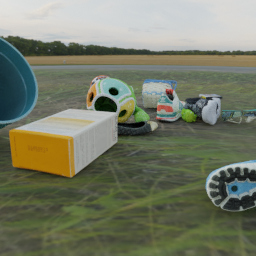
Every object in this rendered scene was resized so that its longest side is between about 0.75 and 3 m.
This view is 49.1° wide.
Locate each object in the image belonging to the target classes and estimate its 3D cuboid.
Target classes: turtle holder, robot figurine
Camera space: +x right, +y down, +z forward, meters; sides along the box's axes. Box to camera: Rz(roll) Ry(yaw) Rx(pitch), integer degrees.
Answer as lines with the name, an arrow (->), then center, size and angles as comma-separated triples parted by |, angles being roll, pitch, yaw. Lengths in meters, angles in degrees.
turtle holder -> -0.522, -0.787, 10.758 | 1.813, 2.386, 1.694 | -36, 8, 15
robot figurine -> 2.491, -0.503, 11.588 | 0.699, 0.461, 0.797 | 29, 11, -11

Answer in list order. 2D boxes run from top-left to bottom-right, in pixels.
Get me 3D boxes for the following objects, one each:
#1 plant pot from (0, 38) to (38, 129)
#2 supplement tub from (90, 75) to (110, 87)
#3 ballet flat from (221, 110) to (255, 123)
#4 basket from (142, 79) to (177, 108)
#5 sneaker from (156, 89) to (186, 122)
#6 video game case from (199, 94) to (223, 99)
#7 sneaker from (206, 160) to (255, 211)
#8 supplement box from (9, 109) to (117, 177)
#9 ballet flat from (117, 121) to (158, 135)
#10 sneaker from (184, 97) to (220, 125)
plant pot -> -4.882, -0.999, 8.739 | 2.795, 2.974, 2.974 | -27, -1, 35
supplement tub -> -1.299, -2.062, 15.177 | 1.494, 1.494, 2.793 | -3, 16, -11
ballet flat -> 4.618, -0.466, 11.263 | 1.640, 0.609, 0.609 | -1, 15, 18
basket -> 1.504, -1.873, 14.354 | 1.734, 1.368, 1.967 | 6, 47, 18
sneaker -> 2.022, -1.123, 12.295 | 0.951, 1.262, 2.700 | 8, 19, 28
video game case -> 5.060, -1.944, 17.199 | 1.085, 0.138, 0.980 | -3, 16, -12
sneaker -> 2.776, 0.925, 5.500 | 2.597, 1.018, 1.168 | -3, 2, 3
supplement box -> -1.612, 0.269, 7.860 | 1.764, 1.029, 2.799 | 6, 17, 21
ballet flat -> 0.014, -0.081, 9.861 | 2.132, 0.606, 0.708 | -3, 16, -9
sneaker -> 3.002, -0.737, 11.708 | 1.440, 0.955, 2.530 | 3, 14, 25
